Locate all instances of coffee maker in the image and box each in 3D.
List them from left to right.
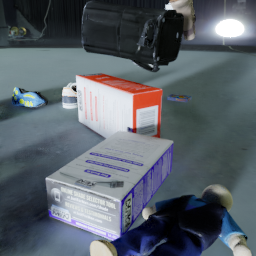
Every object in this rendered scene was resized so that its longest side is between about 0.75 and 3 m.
[{"bbox_3d":[-0.027,-3.179,9.003,2.930,1.973,2.814,17,2,26],"label":"coffee maker"}]

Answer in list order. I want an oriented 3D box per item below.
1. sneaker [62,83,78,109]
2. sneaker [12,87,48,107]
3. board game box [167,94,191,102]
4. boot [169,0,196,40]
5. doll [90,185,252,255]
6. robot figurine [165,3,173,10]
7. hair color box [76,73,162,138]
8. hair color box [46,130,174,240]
[{"bbox_3d":[-1.725,-1.342,10.548,0.795,0.805,2.027,6,19,20],"label":"sneaker"},{"bbox_3d":[-3.592,-1.043,10.143,1.896,0.672,0.786,14,3,39],"label":"sneaker"},{"bbox_3d":[2.029,-1.188,11.044,0.810,0.140,0.548,11,23,27],"label":"board game box"},{"bbox_3d":[2.048,-3.889,9.932,0.733,1.525,2.086,-6,26,24],"label":"boot"},{"bbox_3d":[0.735,1.297,3.586,1.608,0.571,2.357,6,12,42],"label":"doll"},{"bbox_3d":[1.785,-4.344,11.082,0.635,1.125,0.954,21,49,41],"label":"robot figurine"},{"bbox_3d":[-0.356,-0.525,7.306,0.880,1.459,2.875,-14,25,-32],"label":"hair color box"},{"bbox_3d":[-0.152,0.789,4.787,1.237,0.733,2.263,10,21,25],"label":"hair color box"}]
